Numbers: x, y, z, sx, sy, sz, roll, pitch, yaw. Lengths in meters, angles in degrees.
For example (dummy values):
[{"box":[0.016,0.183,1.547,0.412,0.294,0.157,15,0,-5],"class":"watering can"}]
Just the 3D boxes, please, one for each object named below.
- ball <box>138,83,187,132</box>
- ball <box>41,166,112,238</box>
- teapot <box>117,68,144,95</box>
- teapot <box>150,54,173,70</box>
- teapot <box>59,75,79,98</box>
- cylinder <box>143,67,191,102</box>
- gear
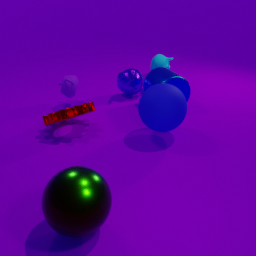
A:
[{"box":[0.971,-0.567,7.893,1.371,1.371,1.371,0,28,0],"class":"ball"},{"box":[-0.875,1.259,4.860,1.198,1.198,1.198,0,28,0],"class":"ball"},{"box":[0.091,-1.739,10.769,1.695,1.054,0.830,27,27,-43],"class":"teapot"},{"box":[1.562,-2.888,12.925,0.794,1.008,1.621,17,48,25],"class":"teapot"},{"box":[-2.131,-1.488,9.934,0.645,0.819,1.318,14,-12,-12],"class":"teapot"},{"box":[1.346,-1.371,9.900,1.283,1.283,1.283,-9,29,-17],"class":"cylinder"},{"box":[-1.767,-0.426,8.423,1.568,0.290,1.568,-17,4,1],"class":"gear"}]
